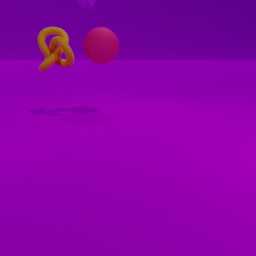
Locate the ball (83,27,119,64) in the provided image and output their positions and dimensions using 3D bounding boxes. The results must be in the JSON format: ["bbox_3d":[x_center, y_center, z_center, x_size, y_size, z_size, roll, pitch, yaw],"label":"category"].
[{"bbox_3d":[-0.947,-2.902,9.909,1.257,1.257,1.257,0,15,0],"label":"ball"}]

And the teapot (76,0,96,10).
[{"bbox_3d":[-1.330,-4.113,9.024,0.662,0.521,1.064,-23,52,-9],"label":"teapot"}]

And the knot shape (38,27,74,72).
[{"bbox_3d":[-2.524,-2.751,9.575,1.600,1.498,0.740,-15,-10,32],"label":"knot shape"}]
